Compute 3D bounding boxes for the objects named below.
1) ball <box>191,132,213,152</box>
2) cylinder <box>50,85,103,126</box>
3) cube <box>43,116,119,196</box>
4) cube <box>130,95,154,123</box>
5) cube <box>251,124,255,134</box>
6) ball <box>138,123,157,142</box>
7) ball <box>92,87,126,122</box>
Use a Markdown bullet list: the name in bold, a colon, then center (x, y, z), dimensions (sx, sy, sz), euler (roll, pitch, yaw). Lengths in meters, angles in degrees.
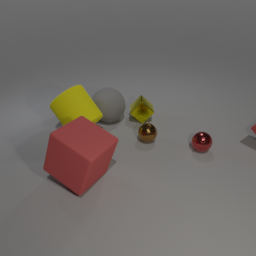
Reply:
- **ball**: center (2.536, 0.472, 9.610), dimensions (0.700, 0.700, 0.700), euler (0, 31, 0)
- **cylinder**: center (-1.865, -0.607, 10.173), dimensions (1.400, 1.400, 1.400), euler (-36, 90, -44)
- **cube**: center (-1.353, 0.748, 8.038), dimensions (1.400, 1.400, 1.400), euler (32, 35, 15)
- **cube**: center (0.563, -0.763, 11.383), dimensions (0.700, 0.700, 0.700), euler (38, 24, -21)
- **cube**: center (4.670, -0.010, 9.213), dimensions (0.700, 0.700, 0.700), euler (-31, 78, -23)
- **ball**: center (0.707, 0.170, 10.106), dimensions (0.700, 0.700, 0.700), euler (0, 31, 0)
- **ball**: center (-0.799, -0.928, 11.267), dimensions (1.400, 1.400, 1.400), euler (0, 31, 0)
